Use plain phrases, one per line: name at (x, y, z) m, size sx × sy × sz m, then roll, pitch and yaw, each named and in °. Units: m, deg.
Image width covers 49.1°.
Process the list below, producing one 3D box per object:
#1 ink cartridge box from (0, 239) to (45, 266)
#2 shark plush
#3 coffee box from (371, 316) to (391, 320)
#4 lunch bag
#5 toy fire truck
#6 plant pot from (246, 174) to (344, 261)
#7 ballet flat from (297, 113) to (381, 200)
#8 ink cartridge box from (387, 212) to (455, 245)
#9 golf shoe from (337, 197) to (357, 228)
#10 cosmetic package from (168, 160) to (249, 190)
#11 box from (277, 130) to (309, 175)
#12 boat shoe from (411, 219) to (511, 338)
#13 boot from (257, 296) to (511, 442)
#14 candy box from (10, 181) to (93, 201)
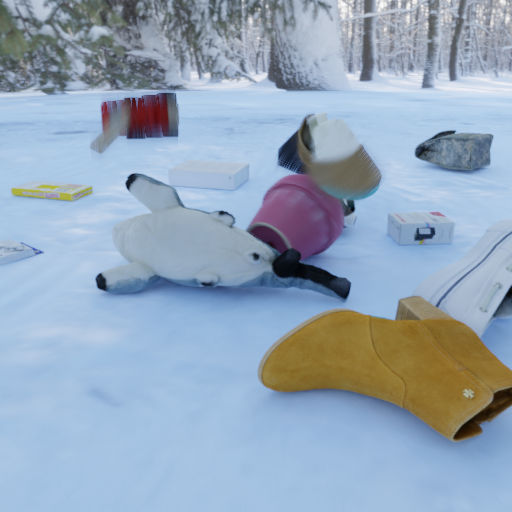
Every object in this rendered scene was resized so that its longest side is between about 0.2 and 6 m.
ink cartridge box at (-4.415, -0.109, 10.080) m, size 0.857 × 0.174 × 0.858 m, roll 16°, pitch 26°, yaw 37°
shark plush at (-0.534, -0.191, 8.812) m, size 4.079 × 1.853 × 1.699 m, roll 1°, pitch -10°, yaw 16°
coffee box at (1.293, 1.033, 6.992) m, size 0.627 × 0.224 × 1.020 m, roll 9°, pitch 22°, yaw 23°
lunch bag at (5.960, -3.235, 17.015) m, size 1.918 × 1.128 × 1.573 m, roll 13°, pitch 20°, yaw 40°
toy fire truck at (-1.937, -1.935, 8.185) m, size 1.177 × 0.861 × 1.338 m, roll 7°, pitch 13°, yaw 39°
plant pot at (0.545, -0.477, 9.524) m, size 1.474 × 1.474 × 1.320 m, roll 14°, pitch 40°, yaw 33°
ballet flat at (1.186, -1.753, 8.963) m, size 0.950 × 1.013 × 2.800 m, roll -17°, pitch 25°, yaw 1°
ink cartridge box at (3.154, -0.540, 10.832) m, size 1.065 × 0.441 × 0.776 m, roll -2°, pitch 21°, yaw -5°
golf shoe at (1.519, -1.069, 11.891) m, size 1.087 × 0.894 × 2.301 m, roll 10°, pitch 27°, yaw -4°
cosmetic package at (-1.255, -2.211, 15.193) m, size 1.860 × 0.481 × 1.402 m, roll 6°, pitch 20°, yaw 15°
box at (1.145, -1.988, 11.254) m, size 1.187 × 0.838 × 0.468 m, roll 19°, pitch 55°, yaw -25°
boat shoe at (3.248, 0.454, 7.667) m, size 3.101 × 1.140 × 1.035 m, roll -29°, pitch 49°, yaw -36°
boot at (1.370, 1.242, 5.685) m, size 2.362 × 0.831 × 1.691 m, roll -17°, pitch 35°, yaw -17°
candy box at (-5.108, -1.638, 14.029) m, size 1.767 × 0.233 × 0.903 m, roll 7°, pitch 19°, yaw 16°
